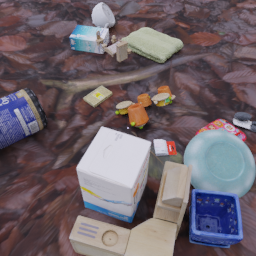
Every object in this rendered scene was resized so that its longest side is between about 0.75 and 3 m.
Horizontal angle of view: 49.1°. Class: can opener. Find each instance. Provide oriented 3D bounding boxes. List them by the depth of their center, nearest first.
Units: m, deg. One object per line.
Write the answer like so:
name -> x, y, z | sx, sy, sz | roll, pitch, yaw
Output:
can opener -> 4.745, -0.136, 10.385 | 1.639, 0.548, 0.437 | 19, 52, 16

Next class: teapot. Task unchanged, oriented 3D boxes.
teapot -> -1.440, -5.839, 14.966 | 1.053, 1.422, 1.441 | -23, 17, 26

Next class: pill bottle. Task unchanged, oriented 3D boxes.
pill bottle -> -4.407, -0.129, 9.686 | 2.858, 1.598, 1.598 | -29, 55, -24

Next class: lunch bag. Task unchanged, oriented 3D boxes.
lunch bag -> 3.231, 0.487, 9.705 | 1.655, 0.678, 1.458 | -26, 54, -31

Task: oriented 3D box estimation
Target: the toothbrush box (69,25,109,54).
toothbrush box -> -1.892, -4.426, 13.944 | 1.681, 0.717, 1.231 | 8, 50, 7

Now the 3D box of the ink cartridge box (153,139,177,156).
ink cartridge box -> 1.311, 0.677, 9.940 | 0.756, 0.216, 0.614 | -6, 49, 1

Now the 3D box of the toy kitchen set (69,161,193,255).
toy kitchen set -> 0.187, 1.887, 7.454 | 2.609, 2.359, 2.892 | 12, 50, 10

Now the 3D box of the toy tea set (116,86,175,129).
toy tea set -> 0.860, -0.772, 10.933 | 2.539, 0.940, 1.510 | -23, 24, -15

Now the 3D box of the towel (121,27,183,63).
towel -> 1.182, -4.198, 13.907 | 2.668, 0.487, 1.979 | 33, 58, 25

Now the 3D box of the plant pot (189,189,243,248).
plant pot -> 2.293, 2.548, 7.690 | 1.285, 1.155, 1.285 | 6, 50, 5

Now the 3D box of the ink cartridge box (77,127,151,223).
ink cartridge box -> -0.337, 1.370, 8.036 | 1.553, 2.147, 1.580 | 16, 51, 13

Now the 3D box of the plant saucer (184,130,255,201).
plant saucer -> 2.997, 1.095, 8.892 | 2.388, 0.460, 2.388 | 2, 70, -4

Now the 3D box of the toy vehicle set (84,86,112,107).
toy vehicle set -> -1.242, -1.324, 11.673 | 0.648, 0.138, 1.043 | 35, 58, 26

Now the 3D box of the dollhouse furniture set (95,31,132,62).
dollhouse furniture set -> -0.597, -3.775, 12.359 | 0.901, 0.770, 1.739 | -32, 55, -25
